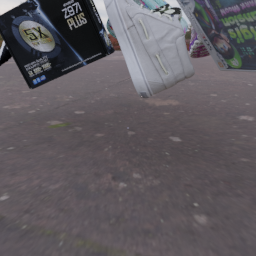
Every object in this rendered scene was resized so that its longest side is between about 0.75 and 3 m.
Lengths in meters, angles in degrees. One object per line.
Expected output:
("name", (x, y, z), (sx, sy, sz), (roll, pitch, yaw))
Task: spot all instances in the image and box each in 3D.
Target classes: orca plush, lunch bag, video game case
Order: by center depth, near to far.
("video game case", (1.966, -2.014, 5.248), (0.299, 2.331, 2.564), (-42, 20, -4))
("orca plush", (-3.819, -2.640, 9.244), (0.601, 0.890, 1.692), (18, 55, -11))
("lunch bag", (0.670, -3.866, 10.446), (2.836, 1.093, 2.274), (34, -30, -15))

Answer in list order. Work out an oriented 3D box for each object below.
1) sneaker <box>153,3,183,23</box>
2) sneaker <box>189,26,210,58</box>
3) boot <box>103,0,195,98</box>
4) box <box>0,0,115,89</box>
("sneaker", (0.964, -2.711, 7.192), (0.607, 0.699, 1.578), (-20, 32, 1))
("sneaker", (2.284, -3.094, 8.309), (1.011, 1.111, 2.513), (-14, -23, 0))
("boot", (0.403, -2.068, 5.773), (1.314, 2.749, 1.011), (-21, -4, 8))
("box", (-2.042, -2.660, 8.127), (2.647, 2.168, 1.140), (-20, 16, 13))
